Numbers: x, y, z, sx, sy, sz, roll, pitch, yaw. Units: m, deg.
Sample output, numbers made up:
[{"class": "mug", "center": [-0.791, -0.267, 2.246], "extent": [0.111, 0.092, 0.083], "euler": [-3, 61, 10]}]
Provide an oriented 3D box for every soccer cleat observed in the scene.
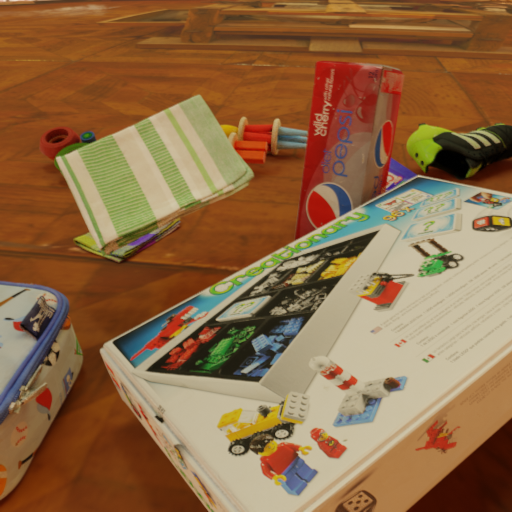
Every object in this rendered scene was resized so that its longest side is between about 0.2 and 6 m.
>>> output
[{"class": "soccer cleat", "center": [4.716, -2.217, 12.168], "extent": [3.028, 1.022, 1.227], "euler": [-4, 56, -15]}]

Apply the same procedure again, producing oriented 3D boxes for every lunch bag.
[{"class": "lunch bag", "center": [-3.567, 1.299, 5.846], "extent": [3.211, 1.213, 2.573], "euler": [3, 32, 8]}]

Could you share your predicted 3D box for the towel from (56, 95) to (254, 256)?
[{"class": "towel", "center": [-1.374, -1.161, 7.545], "extent": [2.230, 0.261, 1.701], "euler": [-28, 68, -11]}]

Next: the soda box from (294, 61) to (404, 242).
[{"class": "soda box", "center": [1.322, -1.250, 8.204], "extent": [1.041, 2.973, 0.943], "euler": [16, 19, 30]}]

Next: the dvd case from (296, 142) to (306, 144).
[{"class": "dvd case", "center": [1.898, -2.807, 13.801], "extent": [1.500, 0.132, 1.070], "euler": [-21, 35, -31]}]

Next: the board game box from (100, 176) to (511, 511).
[{"class": "board game box", "center": [1.213, 0.624, 5.670], "extent": [4.821, 0.834, 3.043], "euler": [-28, 30, -24]}]

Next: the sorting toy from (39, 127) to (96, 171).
[{"class": "sorting toy", "center": [-3.947, -2.154, 12.282], "extent": [1.116, 0.762, 1.857], "euler": [-32, 53, -20]}]

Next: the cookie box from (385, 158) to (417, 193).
[{"class": "cookie box", "center": [1.844, -1.130, 9.690], "extent": [1.380, 0.606, 1.613], "euler": [-38, 51, -7]}]

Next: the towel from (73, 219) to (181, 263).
[{"class": "towel", "center": [-2.208, -0.426, 9.722], "extent": [1.149, 0.182, 1.600], "euler": [18, 35, 27]}]

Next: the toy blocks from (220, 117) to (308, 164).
[{"class": "toy blocks", "center": [-0.082, -2.510, 12.583], "extent": [2.356, 0.856, 1.964], "euler": [5, 30, 9]}]
